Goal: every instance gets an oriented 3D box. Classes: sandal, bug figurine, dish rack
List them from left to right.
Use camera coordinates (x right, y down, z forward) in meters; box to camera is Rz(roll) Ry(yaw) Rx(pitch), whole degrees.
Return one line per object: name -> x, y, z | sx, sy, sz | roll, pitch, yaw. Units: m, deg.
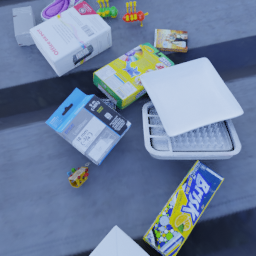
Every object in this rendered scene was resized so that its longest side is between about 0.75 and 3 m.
sandal -> -2.364, -4.940, 10.652 | 1.020, 0.616, 2.506 | 25, 68, 11
bug figurine -> -0.219, -4.886, 10.619 | 1.980, 0.657, 2.553 | -1, 70, 6
dish rack -> 1.733, 0.103, 8.164 | 2.585, 0.563, 2.219 | -1, 44, 0

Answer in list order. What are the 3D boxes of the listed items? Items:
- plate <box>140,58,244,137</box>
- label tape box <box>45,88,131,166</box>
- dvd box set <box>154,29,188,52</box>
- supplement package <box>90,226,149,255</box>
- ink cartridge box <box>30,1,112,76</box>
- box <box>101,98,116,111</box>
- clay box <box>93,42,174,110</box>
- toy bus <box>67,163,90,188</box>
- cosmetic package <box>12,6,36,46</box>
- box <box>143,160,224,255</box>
plate -> 1.789, -0.927, 8.265 | 2.317, 0.375, 2.322 | -17, 61, -9
label tape box -> -1.174, -0.128, 8.069 | 2.045, 0.647, 1.475 | 38, 76, 2
dvd box set -> 1.543, -3.161, 10.101 | 1.198, 0.176, 0.876 | 6, 65, 2
supplement package -> 0.015, 3.794, 6.353 | 2.412, 1.337, 1.878 | 40, 72, 15
ink cartridge box -> -1.911, -3.094, 9.637 | 2.254, 0.965, 1.664 | -34, 71, -12
box -> -1.026, -0.379, 8.780 | 1.352, 0.332, 1.090 | -6, 64, -3
clay box -> 0.238, -1.776, 9.137 | 2.430, 0.578, 1.396 | -36, 70, -26
toy bus -> -1.339, 1.385, 7.968 | 0.712, 0.368, 0.671 | -19, 23, -5
cosmetic package -> -3.704, -3.668, 10.110 | 0.721, 0.608, 1.349 | -12, 64, -9
box -> 1.468, 2.133, 7.396 | 0.878, 0.806, 2.506 | 35, 71, 15
